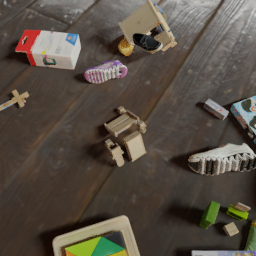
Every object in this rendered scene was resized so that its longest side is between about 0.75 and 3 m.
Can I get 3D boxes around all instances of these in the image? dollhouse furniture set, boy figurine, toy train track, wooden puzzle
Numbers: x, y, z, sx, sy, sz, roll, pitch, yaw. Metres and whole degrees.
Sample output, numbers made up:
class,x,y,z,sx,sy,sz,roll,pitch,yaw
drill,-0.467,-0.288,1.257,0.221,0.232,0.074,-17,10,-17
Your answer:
class,x,y,z,sx,sy,sz,roll,pitch,yaw
dollhouse furniture set,3.675,3.194,8.702,2.660,1.027,1.329,24,63,13
dollhouse furniture set,-0.304,0.323,10.828,1.772,1.015,2.078,-31,40,-17
boy figurine,0.425,-4.326,13.237,1.422,0.737,2.287,11,55,45
toy train track,-4.843,-1.027,11.690,1.539,0.250,0.883,-30,71,-10
wooden puzzle,-0.777,4.147,8.116,2.437,0.491,2.634,-15,65,-11
dollhouse furniture set,1.183,-4.305,13.114,1.661,2.546,2.403,-30,82,25

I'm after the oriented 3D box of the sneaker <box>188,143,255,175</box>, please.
class,x,y,z,sx,sy,sz,roll,pitch,yaw
sneaker,3.363,1.074,10.148,2.454,0.922,0.995,-3,43,-2

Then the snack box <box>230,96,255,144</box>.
class,x,y,z,sx,sy,sz,roll,pitch,yaw
snack box,5.301,-0.172,11.041,1.359,0.434,2.339,-20,61,-12

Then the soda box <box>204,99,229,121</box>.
class,x,y,z,sx,sy,sz,roll,pitch,yaw
soda box,3.590,-0.757,11.448,0.980,0.334,0.311,39,67,21

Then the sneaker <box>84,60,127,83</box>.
class,x,y,z,sx,sy,sz,roll,pitch,yaw
sneaker,-1.029,-2.557,12.341,1.887,0.759,0.834,-13,54,-12

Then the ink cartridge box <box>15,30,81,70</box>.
class,x,y,z,sx,sy,sz,roll,pitch,yaw
ink cartridge box,-3.602,-3.608,12.828,2.545,0.856,1.478,7,60,4

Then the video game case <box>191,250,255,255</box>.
class,x,y,z,sx,sy,sz,roll,pitch,yaw
video game case,2.849,4.644,8.049,1.853,0.465,2.045,-3,59,9

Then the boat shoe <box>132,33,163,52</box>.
class,x,y,z,sx,sy,sz,roll,pitch,yaw
boat shoe,0.683,-3.222,10.492,1.421,0.442,0.530,34,82,37
